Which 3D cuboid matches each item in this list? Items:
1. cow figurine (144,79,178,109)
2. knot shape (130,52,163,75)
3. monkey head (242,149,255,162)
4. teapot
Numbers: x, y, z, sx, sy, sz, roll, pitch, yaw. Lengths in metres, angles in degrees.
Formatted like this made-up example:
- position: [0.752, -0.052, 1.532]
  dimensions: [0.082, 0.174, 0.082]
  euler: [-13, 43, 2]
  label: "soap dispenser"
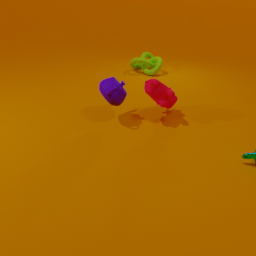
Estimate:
- position: [0.964, -1.037, 8.369]
  dimensions: [1.244, 0.683, 1.225]
  euler: [36, 10, -17]
  label: "cow figurine"
- position: [0.898, -2.870, 12.281]
  dimensions: [1.445, 0.668, 1.352]
  euler: [15, 35, 20]
  label: "knot shape"
- position: [3.345, 0.572, 6.473]
  dimensions: [1.240, 0.892, 0.747]
  euler: [-21, 51, 2]
  label: "monkey head"
- position: [-0.379, -1.117, 8.201]
  dimensions: [0.695, 0.883, 1.420]
  euler: [-38, 4, 11]
  label: "teapot"
